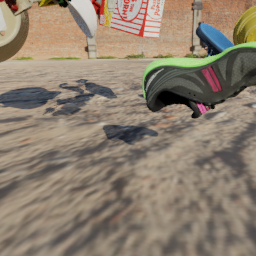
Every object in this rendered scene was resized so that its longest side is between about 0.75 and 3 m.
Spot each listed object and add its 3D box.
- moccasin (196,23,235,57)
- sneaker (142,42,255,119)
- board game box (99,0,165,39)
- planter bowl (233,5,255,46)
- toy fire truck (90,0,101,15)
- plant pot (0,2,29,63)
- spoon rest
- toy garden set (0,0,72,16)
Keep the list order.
[{"bbox_3d":[2.326,-1.878,7.092,0.608,1.783,0.718,-36,24,49],"label":"moccasin"},{"bbox_3d":[0.949,-0.448,3.110,1.700,0.712,0.653,-4,-22,33],"label":"sneaker"},{"bbox_3d":[0.068,-3.235,6.970,0.490,1.601,2.114,-9,29,-35],"label":"board game box"},{"bbox_3d":[3.781,-2.521,7.824,1.740,1.740,0.724,9,35,27],"label":"planter bowl"},{"bbox_3d":[-0.956,-4.296,9.592,1.141,1.004,0.734,31,-28,-6],"label":"toy fire truck"},{"bbox_3d":[-2.968,-2.259,5.749,2.192,2.192,2.341,-9,22,-28],"label":"plant pot"},{"bbox_3d":[-1.469,-3.443,7.121,0.802,2.645,1.314,-31,53,-12],"label":"spoon rest"},{"bbox_3d":[-0.718,-1.941,3.596,1.979,0.474,2.374,-19,26,26],"label":"toy garden set"}]
